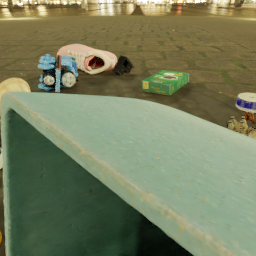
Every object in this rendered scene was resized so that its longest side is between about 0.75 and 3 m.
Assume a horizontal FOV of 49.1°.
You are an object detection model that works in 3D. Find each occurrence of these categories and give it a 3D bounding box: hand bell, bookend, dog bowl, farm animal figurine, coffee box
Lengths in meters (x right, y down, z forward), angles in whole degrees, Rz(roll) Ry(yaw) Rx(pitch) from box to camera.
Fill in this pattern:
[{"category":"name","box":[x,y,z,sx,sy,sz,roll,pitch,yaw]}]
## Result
[{"category":"hand bell","box":[-2.170,-0.232,6.737,2.188,1.139,1.139,33,38,24]},{"category":"bookend","box":[-0.188,-2.460,11.681,0.356,0.768,0.773,21,77,36]},{"category":"dog bowl","box":[3.661,-0.760,8.292,0.842,0.332,0.842,0,25,0]},{"category":"farm animal figurine","box":[2.787,0.069,6.524,0.740,0.461,0.916,-18,28,7]},{"category":"coffee box","box":[1.374,-1.671,10.097,1.120,0.400,1.821,13,28,27]}]

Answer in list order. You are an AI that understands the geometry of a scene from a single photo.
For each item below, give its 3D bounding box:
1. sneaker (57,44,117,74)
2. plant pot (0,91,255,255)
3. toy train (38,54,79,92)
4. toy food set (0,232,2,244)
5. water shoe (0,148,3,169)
[{"category":"sneaker","box":[-1.959,-2.966,12.016,2.773,1.044,1.449,9,22,10]},{"category":"plant pot","box":[0.515,1.000,2.510,2.421,2.371,2.377,-11,27,-39]},{"category":"toy train","box":[-2.526,-2.049,10.232,1.371,1.040,2.400,0,25,-14]},{"category":"toy food set","box":[-2.475,1.465,2.779,1.172,1.105,2.456,10,27,20]},{"category":"water shoe","box":[-3.411,0.044,5.720,1.002,1.106,2.804,-22,33,-37]}]
